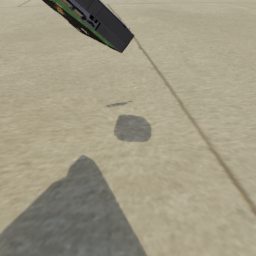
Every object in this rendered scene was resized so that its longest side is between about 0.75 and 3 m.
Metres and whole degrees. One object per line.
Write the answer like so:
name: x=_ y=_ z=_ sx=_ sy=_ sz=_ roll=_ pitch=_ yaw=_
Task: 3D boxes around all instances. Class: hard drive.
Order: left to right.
hard drive: x=-1.239 y=-2.707 z=6.141 sx=2.017 sy=0.546 sz=2.886 roll=33 pitch=8 yaw=-36

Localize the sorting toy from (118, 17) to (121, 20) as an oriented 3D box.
sorting toy: x=-0.525 y=-3.707 z=9.894 sx=1.023 sy=0.139 sz=0.576 roll=9 pitch=74 yaw=-12
